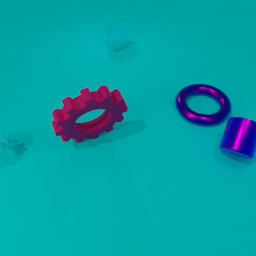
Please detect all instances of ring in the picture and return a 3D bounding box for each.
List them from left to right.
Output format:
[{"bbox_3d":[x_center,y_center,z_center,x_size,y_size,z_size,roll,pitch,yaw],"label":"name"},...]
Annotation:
[{"bbox_3d":[2.370,-0.772,8.857,1.757,0.351,1.757,0,49,0],"label":"ring"}]

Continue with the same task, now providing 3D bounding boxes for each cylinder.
[{"bbox_3d":[2.971,0.262,7.387,0.893,0.893,0.893,19,84,16],"label":"cylinder"}]

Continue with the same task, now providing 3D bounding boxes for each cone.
[{"bbox_3d":[-0.649,-3.849,11.007,1.083,1.083,1.087,-30,52,-24],"label":"cone"}]

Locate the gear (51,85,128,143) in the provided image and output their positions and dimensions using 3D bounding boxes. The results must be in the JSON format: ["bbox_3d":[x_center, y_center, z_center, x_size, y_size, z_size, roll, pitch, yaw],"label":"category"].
[{"bbox_3d":[-0.985,-0.309,7.350,1.966,1.966,0.364,-19,64,-16],"label":"gear"}]

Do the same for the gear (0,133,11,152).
[{"bbox_3d":[-3.647,0.504,7.396,1.070,0.198,1.070,-14,28,8],"label":"gear"}]
